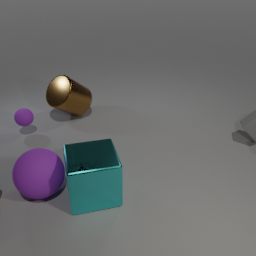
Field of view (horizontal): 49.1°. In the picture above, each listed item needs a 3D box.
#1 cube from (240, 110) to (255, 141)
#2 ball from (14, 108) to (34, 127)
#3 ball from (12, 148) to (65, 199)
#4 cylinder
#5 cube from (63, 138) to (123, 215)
[{"bbox_3d":[4.600,-0.098,10.111,0.700,0.700,0.700,45,23,-7],"label":"cube"},{"bbox_3d":[-3.957,-0.405,10.660,0.700,0.700,0.700,0,30,0],"label":"ball"},{"bbox_3d":[-2.480,1.262,7.827,1.400,1.400,1.400,0,30,0],"label":"ball"},{"bbox_3d":[-2.480,-1.332,11.857,1.400,1.400,1.400,23,-1,34],"label":"cylinder"},{"bbox_3d":[-0.979,1.301,7.757,1.400,1.400,1.400,-7,30,-13],"label":"cube"}]
